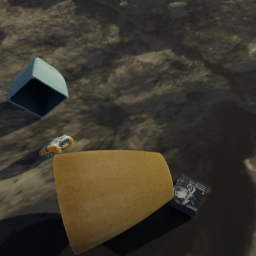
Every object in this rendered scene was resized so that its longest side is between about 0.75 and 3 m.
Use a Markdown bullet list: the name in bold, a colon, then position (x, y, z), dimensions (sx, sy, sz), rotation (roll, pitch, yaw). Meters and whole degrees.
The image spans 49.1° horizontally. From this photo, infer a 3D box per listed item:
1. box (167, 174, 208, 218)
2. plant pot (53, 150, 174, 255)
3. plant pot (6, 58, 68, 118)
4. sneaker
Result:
- **box**: position (1.562, 1.783, 7.411), dimensions (0.810, 0.502, 0.796), rotation (25, 63, 15)
- **plant pot**: position (-0.258, 1.426, 6.499), dimensions (2.407, 2.243, 2.243), rotation (-13, 58, -8)
- **plant pot**: position (-2.768, -1.385, 8.718), dimensions (1.310, 1.314, 1.338), rotation (-32, 48, 27)
- **sneaker**: position (-2.152, 0.547, 8.259), dimensions (1.055, 0.397, 0.465), rotation (-25, 33, -28)
